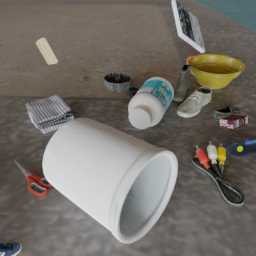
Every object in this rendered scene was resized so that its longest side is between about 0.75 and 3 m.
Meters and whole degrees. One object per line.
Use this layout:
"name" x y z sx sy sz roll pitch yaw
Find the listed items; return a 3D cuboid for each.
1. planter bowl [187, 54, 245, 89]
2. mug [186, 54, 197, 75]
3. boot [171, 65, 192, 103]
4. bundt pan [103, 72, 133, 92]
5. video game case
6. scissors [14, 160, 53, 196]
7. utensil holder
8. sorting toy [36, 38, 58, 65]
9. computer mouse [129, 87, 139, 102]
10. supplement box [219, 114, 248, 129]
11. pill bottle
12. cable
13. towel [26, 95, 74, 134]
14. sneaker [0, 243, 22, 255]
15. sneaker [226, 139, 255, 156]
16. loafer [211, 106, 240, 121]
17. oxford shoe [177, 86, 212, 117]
"planter bowl" 4.340 -2.733 14.166 2.753 1.147 2.753 -1 34 0
"mug" 3.901 -3.523 15.678 1.110 0.834 1.250 -1 37 1
"boot" 2.481 -2.114 13.023 0.711 1.372 2.100 11 35 16
"bundt pan" -0.489 -2.264 13.992 1.496 0.561 1.496 0 33 0
"video game case" 2.104 -3.538 9.769 1.424 0.183 1.566 18 57 -42
"scissors" -3.131 1.504 8.691 2.054 0.143 0.751 21 41 26
"utensil holder" -0.512 1.155 7.267 2.766 2.351 2.351 24 41 33
"sorting toy" -2.360 -2.246 8.214 0.153 0.775 0.838 -37 24 -22
"computer mouse" 0.338 -1.456 13.059 0.806 0.307 1.164 -8 45 -11
"supplement box" 3.251 -0.204 8.605 0.890 0.271 0.484 -14 16 -40
"pill bottle" 0.894 -0.977 11.304 1.405 1.405 2.535 12 37 18
"cable" 2.654 1.334 8.524 1.201 0.622 2.473 -7 34 0
"towel" -3.171 -0.637 11.348 1.495 0.773 1.806 -20 39 -26
"sneaker" -3.018 2.801 6.494 1.006 0.425 0.377 -7 34 -11
"sneaker" 4.019 0.654 9.778 1.393 0.459 0.546 -8 17 -7
"loafer" 4.143 -0.675 11.679 1.483 0.466 0.533 -18 38 -25
"oxford shoe" 2.934 -1.195 12.264 0.927 0.712 2.467 27 44 30
